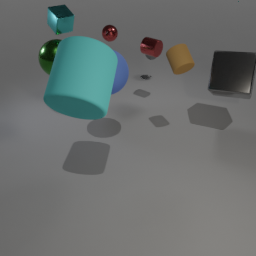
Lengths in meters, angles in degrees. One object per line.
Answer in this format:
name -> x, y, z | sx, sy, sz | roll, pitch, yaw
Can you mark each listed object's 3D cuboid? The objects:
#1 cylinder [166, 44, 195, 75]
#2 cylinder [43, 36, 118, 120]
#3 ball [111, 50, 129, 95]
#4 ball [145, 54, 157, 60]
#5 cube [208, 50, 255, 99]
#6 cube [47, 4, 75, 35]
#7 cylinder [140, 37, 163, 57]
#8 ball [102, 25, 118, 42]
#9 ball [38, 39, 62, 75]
cylinder -> 1.630, -2.144, 8.754 | 0.700, 0.700, 0.700 | -14, 75, -21
cylinder -> -1.037, -1.074, 6.320 | 1.400, 1.400, 1.400 | 7, 72, 11
ball -> -0.676, -1.711, 8.602 | 1.400, 1.400, 1.400 | 0, 31, 0
ball -> 1.231, -3.897, 14.545 | 0.700, 0.700, 0.700 | 0, 31, 0
cube -> 3.771, -1.876, 10.058 | 1.400, 1.400, 1.400 | 10, 3, 24
cube -> -2.444, -3.934, 10.165 | 0.700, 0.700, 0.700 | -26, 66, -32
cylinder -> 0.980, -3.353, 11.604 | 0.700, 0.700, 0.700 | 26, 40, 30
ball -> -0.790, -4.125, 12.197 | 0.700, 0.700, 0.700 | 0, 31, 0
ball -> -2.625, -2.598, 10.486 | 1.400, 1.400, 1.400 | 0, 31, 0
